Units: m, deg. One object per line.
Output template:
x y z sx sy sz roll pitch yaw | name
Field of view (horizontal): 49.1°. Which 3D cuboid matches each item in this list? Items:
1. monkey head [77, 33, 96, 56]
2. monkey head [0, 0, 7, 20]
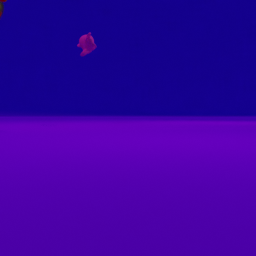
-1.539 -2.963 10.021 0.733 0.614 1.019 -47 17 -29 | monkey head
-3.472 -2.876 6.231 1.151 1.910 1.374 -7 -33 43 | monkey head
